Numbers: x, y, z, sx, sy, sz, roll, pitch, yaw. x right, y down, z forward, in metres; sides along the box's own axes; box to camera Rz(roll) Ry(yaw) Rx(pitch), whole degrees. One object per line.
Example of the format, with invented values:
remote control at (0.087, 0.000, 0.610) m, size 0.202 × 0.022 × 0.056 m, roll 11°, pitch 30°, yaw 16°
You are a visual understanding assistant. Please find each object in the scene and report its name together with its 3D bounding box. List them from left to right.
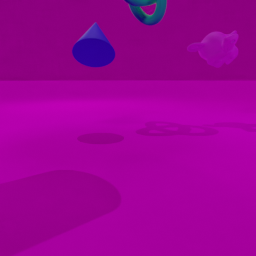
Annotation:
cone at (-0.792, -2.159, 6.694) m, size 0.996 × 1.000 × 0.996 m, roll 0°, pitch -26°, yaw 0°
knot shape at (0.771, -4.036, 8.130) m, size 1.858 × 0.918 × 1.986 m, roll -12°, pitch -33°, yaw 16°
monkey head at (2.597, -2.392, 7.956) m, size 1.652 × 0.995 × 1.188 m, roll -19°, pitch -26°, yaw -11°
